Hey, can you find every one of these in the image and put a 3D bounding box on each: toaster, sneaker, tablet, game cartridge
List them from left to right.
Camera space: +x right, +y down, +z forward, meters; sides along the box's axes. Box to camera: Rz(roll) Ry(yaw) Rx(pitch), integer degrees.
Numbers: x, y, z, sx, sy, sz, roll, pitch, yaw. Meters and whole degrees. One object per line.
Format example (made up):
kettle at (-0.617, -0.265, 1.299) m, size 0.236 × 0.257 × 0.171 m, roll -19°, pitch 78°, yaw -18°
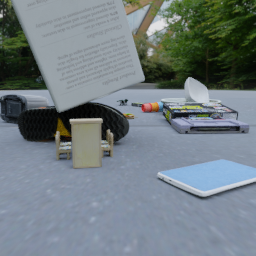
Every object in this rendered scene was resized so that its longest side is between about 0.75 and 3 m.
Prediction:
toaster at (-3.595, -0.698, 9.890) m, size 1.761 × 1.001 × 1.138 m, roll 4°, pitch 8°, yaw 33°
sneaker at (-1.241, -0.206, 6.980) m, size 2.787 × 0.975 × 1.254 m, roll 0°, pitch 12°, yaw 14°
game cartridge at (2.374, -0.095, 8.354) m, size 1.965 × 0.377 × 1.274 m, roll -1°, pitch 14°, yaw -4°
tablet at (1.300, 0.711, 4.197) m, size 1.496 × 0.102 × 0.973 m, roll -5°, pitch 10°, yaw -31°

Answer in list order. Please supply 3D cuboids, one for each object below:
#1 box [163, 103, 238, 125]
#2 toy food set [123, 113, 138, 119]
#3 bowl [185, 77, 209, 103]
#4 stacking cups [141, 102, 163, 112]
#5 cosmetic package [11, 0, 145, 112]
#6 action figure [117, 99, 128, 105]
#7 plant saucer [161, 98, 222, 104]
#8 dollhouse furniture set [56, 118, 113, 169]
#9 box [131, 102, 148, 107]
box at (2.438, -0.505, 9.828) m, size 2.187 × 0.484 × 1.752 m, roll -1°, pitch 15°, yaw -2°
toy food set at (-0.031, -0.463, 10.926) m, size 0.619 × 0.180 × 0.896 m, roll 6°, pitch 11°, yaw 30°
bowl at (2.784, -1.374, 11.546) m, size 1.195 × 1.193 × 0.446 m, roll 22°, pitch -36°, yaw -26°
stacking cups at (1.518, -1.019, 13.218) m, size 1.832 × 0.554 × 0.554 m, roll -7°, pitch 12°, yaw -29°
cosmetic package at (-1.091, -1.928, 6.212) m, size 1.978 × 2.363 × 1.966 m, roll -21°, pitch 21°, yaw -8°
action figure at (-0.279, -1.567, 17.041) m, size 0.725 × 0.336 × 1.228 m, roll -1°, pitch 3°, yaw 5°
plant saucer at (2.701, -0.906, 12.142) m, size 2.559 × 0.642 × 2.559 m, roll 0°, pitch 10°, yaw 0°
dollhouse furniture set at (-0.804, 0.175, 5.235) m, size 1.066 × 0.808 × 1.216 m, roll -2°, pitch 10°, yaw -12°
box at (0.763, -1.345, 16.102) m, size 0.732 × 0.202 × 0.913 m, roll -9°, pitch 13°, yaw -42°
